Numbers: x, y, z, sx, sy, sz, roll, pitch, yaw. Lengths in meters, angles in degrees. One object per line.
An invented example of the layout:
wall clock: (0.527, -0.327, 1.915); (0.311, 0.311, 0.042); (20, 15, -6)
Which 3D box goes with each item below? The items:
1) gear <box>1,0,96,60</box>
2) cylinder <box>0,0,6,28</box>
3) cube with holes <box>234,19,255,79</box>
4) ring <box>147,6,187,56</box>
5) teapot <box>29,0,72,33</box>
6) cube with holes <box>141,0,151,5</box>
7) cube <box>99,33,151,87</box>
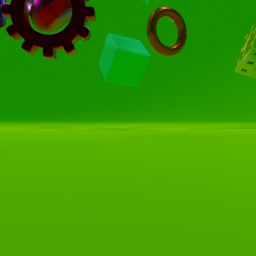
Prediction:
gear: (-1.393, -2.049, 5.001); (1.587, 1.587, 0.293); (0, 2, -2)
cylinder: (-3.634, -3.180, 7.204); (0.923, 0.923, 0.923); (12, 36, -9)
cube with holes: (3.612, -2.010, 6.986); (1.226, 1.226, 1.226); (20, -13, 7)
ring: (0.863, -2.099, 6.107); (1.060, 1.060, 0.212); (-1, 3, -30)
teapot: (-1.833, -2.898, 6.573); (1.245, 0.980, 2.002); (-41, 9, -13)
cube with holes: (0.394, -4.039, 6.968); (1.117, 1.117, 1.117); (36, 7, -2)
cube: (-0.142, -2.100, 8.715); (1.116, 1.116, 1.116); (6, 38, -25)
